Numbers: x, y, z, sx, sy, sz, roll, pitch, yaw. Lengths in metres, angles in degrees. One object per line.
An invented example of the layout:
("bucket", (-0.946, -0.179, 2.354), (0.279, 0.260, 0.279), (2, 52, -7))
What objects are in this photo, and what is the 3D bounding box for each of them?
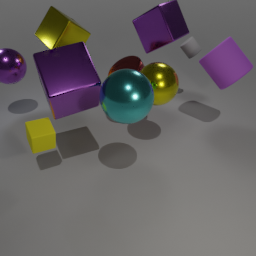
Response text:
("ball", (-4.749, -2.440, 11.097), (1.400, 1.400, 1.400), (0, 31, 0))
("cube", (-2.602, 0.218, 8.349), (0.700, 0.700, 0.700), (-15, 51, -26))
("ball", (0.954, -1.434, 9.132), (1.400, 1.400, 1.400), (0, 31, 0))
("ball", (-0.030, -0.799, 7.156), (1.400, 1.400, 1.400), (0, 31, 0))
("cube", (-1.661, -1.293, 7.822), (1.400, 1.400, 1.400), (-19, 73, -15))
("cylinder", (3.611, -2.381, 10.383), (1.400, 1.400, 1.400), (52, 44, -1))
("cube", (1.305, -3.976, 11.021), (1.400, 1.400, 1.400), (-13, 19, 44))
("cylinder", (0.165, -1.767, 10.665), (1.400, 1.400, 1.400), (-18, 49, 21))
("cube", (-2.740, -3.954, 11.815), (1.400, 1.400, 1.400), (44, 16, 26))
("cylinder", (2.806, -3.591, 12.518), (0.700, 0.700, 0.700), (-39, 13, 10))
